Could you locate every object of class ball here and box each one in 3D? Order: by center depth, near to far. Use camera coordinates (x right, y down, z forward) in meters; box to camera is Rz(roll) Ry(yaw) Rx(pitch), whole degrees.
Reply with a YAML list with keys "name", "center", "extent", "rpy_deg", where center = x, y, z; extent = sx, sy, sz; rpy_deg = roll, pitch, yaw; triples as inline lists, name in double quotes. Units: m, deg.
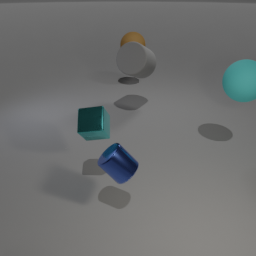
- name: "ball"
  center: [3.867, -1.559, 9.304]
  extent: [1.400, 1.400, 1.400]
  rpy_deg: [0, 28, 0]
- name: "ball"
  center: [0.271, -4.572, 15.433]
  extent: [1.400, 1.400, 1.400]
  rpy_deg: [0, 28, 0]

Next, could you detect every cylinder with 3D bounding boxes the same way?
- name: "cylinder"
  center: [-0.230, 0.825, 6.541]
  extent: [0.700, 0.700, 0.700]
  rpy_deg: [-39, 18, 16]
- name: "cylinder"
  center: [0.394, -2.949, 12.327]
  extent: [1.400, 1.400, 1.400]
  rpy_deg: [12, 8, 21]

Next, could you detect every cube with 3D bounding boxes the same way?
- name: "cube"
  center: [-0.905, -0.112, 7.526]
  extent: [0.700, 0.700, 0.700]
  rpy_deg: [-6, 69, 10]
